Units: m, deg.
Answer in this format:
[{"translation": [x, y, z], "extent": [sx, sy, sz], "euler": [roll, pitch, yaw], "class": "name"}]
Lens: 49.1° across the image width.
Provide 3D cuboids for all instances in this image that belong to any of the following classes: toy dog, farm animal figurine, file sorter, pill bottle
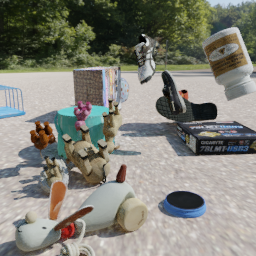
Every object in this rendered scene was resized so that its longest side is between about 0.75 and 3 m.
[{"translation": [-0.671, 1.282, 4.795], "extent": [1.494, 1.091, 2.266], "euler": [11, 18, 36], "class": "toy dog"}, {"translation": [-1.085, 0.492, 7.285], "extent": [2.552, 1.331, 2.524], "euler": [-17, 41, -14], "class": "farm animal figurine"}, {"translation": [-6.564, -1.408, 14.364], "extent": [1.602, 1.416, 2.308], "euler": [-13, 19, -43], "class": "file sorter"}, {"translation": [4.162, -2.520, 11.363], "extent": [1.514, 2.648, 1.514], "euler": [-20, -2, -1], "class": "pill bottle"}]

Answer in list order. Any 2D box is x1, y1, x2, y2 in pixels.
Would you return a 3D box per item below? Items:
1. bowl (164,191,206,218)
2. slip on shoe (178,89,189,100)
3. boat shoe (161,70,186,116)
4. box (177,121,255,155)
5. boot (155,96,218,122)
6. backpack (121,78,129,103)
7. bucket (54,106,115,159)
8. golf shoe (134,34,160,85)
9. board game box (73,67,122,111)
[{"translation": [1.158, 1.526, 5.696], "extent": [0.854, 0.168, 0.854], "euler": [0, 15, 0], "class": "bowl"}, {"translation": [2.921, -1.825, 17.027], "extent": [1.044, 0.862, 2.818], "euler": [12, 20, 33], "class": "slip on shoe"}, {"translation": [1.300, -1.091, 8.681], "extent": [0.455, 1.507, 0.557], "euler": [-19, -12, -5], "class": "boat shoe"}, {"translation": [3.108, 0.272, 9.691], "extent": [2.353, 0.585, 2.335], "euler": [-1, 16, -4], "class": "box"}, {"translation": [2.067, -0.593, 11.677], "extent": [2.927, 0.991, 1.912], "euler": [6, -8, -25], "class": "boot"}, {"translation": [-0.785, -2.323, 17.066], "extent": [1.550, 2.012, 1.917], "euler": [18, 16, 26], "class": "backpack"}, {"translation": [-1.345, 0.074, 8.945], "extent": [2.030, 1.321, 2.030], "euler": [0, 14, 0], "class": "bucket"}, {"translation": [0.761, -3.596, 14.572], "extent": [1.361, 2.880, 1.120], "euler": [31, -35, -35], "class": "golf shoe"}, {"translation": [-1.401, -1.788, 13.903], "extent": [1.435, 2.362, 2.963], "euler": [3, 15, 14], "class": "board game box"}]
